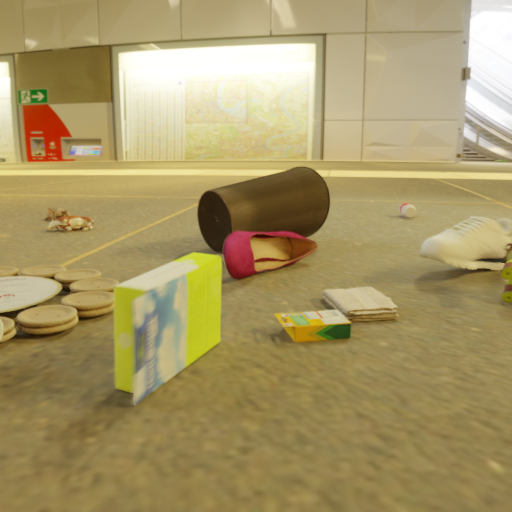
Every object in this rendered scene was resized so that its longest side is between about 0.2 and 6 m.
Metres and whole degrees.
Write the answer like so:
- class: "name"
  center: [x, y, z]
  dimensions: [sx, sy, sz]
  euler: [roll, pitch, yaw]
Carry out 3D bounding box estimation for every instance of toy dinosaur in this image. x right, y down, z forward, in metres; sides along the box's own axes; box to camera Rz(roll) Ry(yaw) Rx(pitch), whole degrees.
- class: "toy dinosaur"
  center: [-5.385, -1.129, 15.355]
  dimensions: [0.837, 0.359, 0.567]
  euler: [4, 5, -9]

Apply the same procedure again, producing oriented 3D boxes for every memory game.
- class: "memory game"
  center: [-3.671, 0.616, 7.657]
  dimensions: [3.569, 0.227, 3.569]
  euler: [-1, 13, 0]

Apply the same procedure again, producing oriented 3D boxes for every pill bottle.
- class: "pill bottle"
  center: [4.314, -1.289, 15.923]
  dimensions: [0.382, 0.382, 0.680]
  euler: [1, 13, 3]

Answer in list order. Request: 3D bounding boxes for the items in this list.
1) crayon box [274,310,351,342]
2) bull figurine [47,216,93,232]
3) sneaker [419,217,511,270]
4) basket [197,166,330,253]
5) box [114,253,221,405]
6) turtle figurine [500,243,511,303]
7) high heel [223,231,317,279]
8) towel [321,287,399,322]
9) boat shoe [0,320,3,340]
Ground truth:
- class: "crayon box"
  center: [0.659, 0.836, 6.687]
  dimensions: [0.813, 0.210, 0.511]
  euler: [-2, 12, -11]
- class: "bull figurine"
  center: [-4.528, -0.788, 13.722]
  dimensions: [1.116, 0.363, 0.677]
  euler: [-8, 16, -28]
- class: "sneaker"
  center: [3.581, -0.263, 9.520]
  dimensions: [2.169, 0.873, 0.829]
  euler: [-1, 20, -39]
- class: "basket"
  center: [0.062, -0.918, 11.672]
  dimensions: [2.266, 1.541, 2.043]
  euler: [-15, -6, -36]
- class: "box"
  center: [-0.874, 0.646, 5.605]
  dimensions: [0.404, 1.034, 1.697]
  euler: [7, 15, 22]
- class: "turtle figurine"
  center: [3.853, -0.022, 8.107]
  dimensions: [0.524, 1.627, 1.312]
  euler: [20, 44, 25]
- class: "high heel"
  center: [0.255, -0.117, 9.491]
  dimensions: [1.128, 0.791, 2.347]
  euler: [-7, 6, 19]
- class: "towel"
  center: [1.400, 0.632, 7.641]
  dimensions: [0.763, 0.198, 1.151]
  euler: [-2, 12, -11]
- class: "boat shoe"
  center: [-3.107, 1.060, 5.031]
  dimensions: [0.556, 0.618, 1.747]
  euler: [-31, 2, 34]
